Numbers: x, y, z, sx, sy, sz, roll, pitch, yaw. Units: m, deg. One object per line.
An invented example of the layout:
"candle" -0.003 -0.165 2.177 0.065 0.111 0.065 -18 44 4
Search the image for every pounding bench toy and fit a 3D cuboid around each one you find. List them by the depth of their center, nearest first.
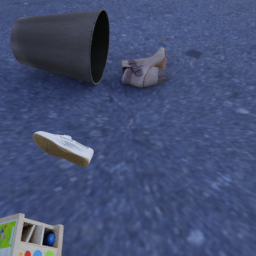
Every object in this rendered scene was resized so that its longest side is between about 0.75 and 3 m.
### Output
"pounding bench toy" -1.517 2.011 4.015 0.767 0.964 1.235 -22 51 26

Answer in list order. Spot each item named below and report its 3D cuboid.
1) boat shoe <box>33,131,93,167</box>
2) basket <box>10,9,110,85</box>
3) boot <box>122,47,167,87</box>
"boat shoe" -1.298 0.355 5.685 1.249 0.442 0.433 26 44 0
"basket" -2.024 -2.515 8.468 2.526 1.718 2.278 6 75 10
"boot" 0.495 -1.970 8.753 1.390 0.668 1.901 2 43 3
